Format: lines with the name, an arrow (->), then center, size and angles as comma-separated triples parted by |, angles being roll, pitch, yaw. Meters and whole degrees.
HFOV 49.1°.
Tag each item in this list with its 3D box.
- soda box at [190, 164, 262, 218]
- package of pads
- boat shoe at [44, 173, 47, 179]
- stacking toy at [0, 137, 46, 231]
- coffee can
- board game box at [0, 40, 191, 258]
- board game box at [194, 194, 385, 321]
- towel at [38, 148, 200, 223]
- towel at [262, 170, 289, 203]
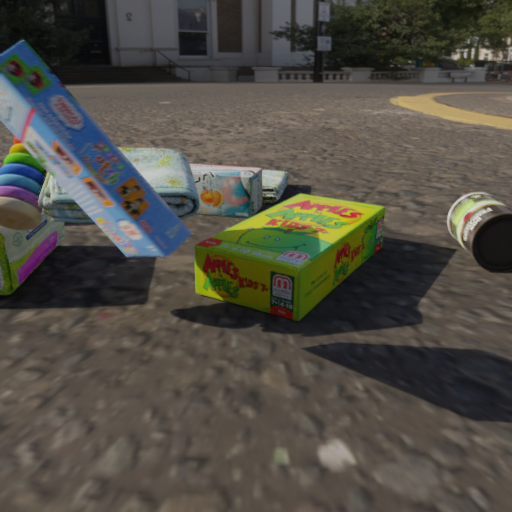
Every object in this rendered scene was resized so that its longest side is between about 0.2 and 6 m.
soda box -> -1.277, -1.405, 11.608 | 2.726, 0.866, 0.932 | 5, 22, 15
package of pads -> -4.737, -0.224, 8.295 | 3.103, 1.058, 2.398 | -1, 20, -1
boat shoe -> -4.355, -1.258, 11.366 | 0.798, 0.757, 2.108 | -12, 24, -29
stacking toy -> -2.892, -1.134, 7.030 | 0.665, 0.665, 1.558 | 3, 66, 1
coffee can -> 3.693, -0.403, 8.909 | 0.941, 0.941, 1.286 | 1, 20, 2
board game box -> -1.596, -0.817, 5.204 | 0.368, 2.012, 1.522 | -45, 18, -19
board game box -> 0.649, -0.146, 8.481 | 1.605, 0.752, 3.160 | 12, 24, 28
towel -> -1.699, -0.958, 7.079 | 1.836, 0.442, 1.571 | -1, 33, -13
towel -> -0.122, -1.633, 12.841 | 1.558, 0.438, 1.820 | 6, 22, 8
